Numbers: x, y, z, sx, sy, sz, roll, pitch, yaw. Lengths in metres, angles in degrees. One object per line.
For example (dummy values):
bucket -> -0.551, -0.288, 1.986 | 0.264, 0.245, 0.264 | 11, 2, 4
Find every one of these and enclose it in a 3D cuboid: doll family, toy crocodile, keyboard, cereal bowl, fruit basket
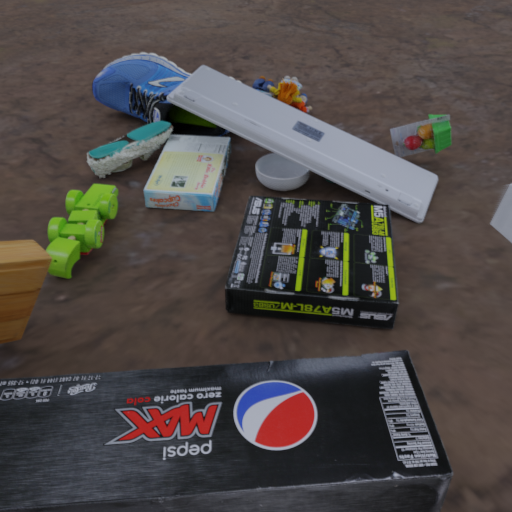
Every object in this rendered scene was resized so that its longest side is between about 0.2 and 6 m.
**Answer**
doll family -> 0.309, -3.755, 12.955 | 2.001, 0.902, 1.242 | 8, 40, 9
toy crocodile -> -2.805, -0.517, 9.218 | 0.779, 0.712, 2.307 | 3, 35, 1
keyboard -> 0.895, -2.186, 10.421 | 5.130, 0.273, 1.444 | 27, 44, 6
cereal bowl -> 0.503, -1.537, 10.594 | 1.035, 0.431, 1.035 | 0, 39, 0
fruit basket -> 3.208, -2.342, 10.900 | 1.104, 1.023, 0.518 | -8, 64, 18

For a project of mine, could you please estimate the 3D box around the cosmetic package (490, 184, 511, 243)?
cosmetic package -> 3.573, -0.512, 7.380 | 0.412, 0.668, 0.670 | -8, 43, -23

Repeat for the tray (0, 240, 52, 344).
tray -> -3.693, 0.567, 6.186 | 0.502, 1.336, 2.709 | 37, 22, 24

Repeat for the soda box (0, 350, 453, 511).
soda box -> -0.596, 2.027, 5.289 | 4.378, 1.549, 1.386 | -3, 37, -3

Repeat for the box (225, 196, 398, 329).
box -> 0.891, -0.019, 8.619 | 2.395, 0.589, 2.480 | 6, 39, 4

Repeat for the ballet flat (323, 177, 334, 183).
ballet flat -> 1.617, -2.081, 11.181 | 0.570, 0.539, 1.692 | 6, 39, 7

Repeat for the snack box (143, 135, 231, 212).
snack box -> -1.252, -1.641, 10.736 | 1.265, 0.404, 2.178 | 4, 39, 5

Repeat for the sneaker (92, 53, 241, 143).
sneaker -> -2.016, -3.371, 12.082 | 3.654, 1.435, 1.629 | 14, 38, 16

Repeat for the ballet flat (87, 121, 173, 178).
ballet flat -> -2.481, -2.097, 11.120 | 1.872, 0.672, 0.672 | -30, 47, -25
